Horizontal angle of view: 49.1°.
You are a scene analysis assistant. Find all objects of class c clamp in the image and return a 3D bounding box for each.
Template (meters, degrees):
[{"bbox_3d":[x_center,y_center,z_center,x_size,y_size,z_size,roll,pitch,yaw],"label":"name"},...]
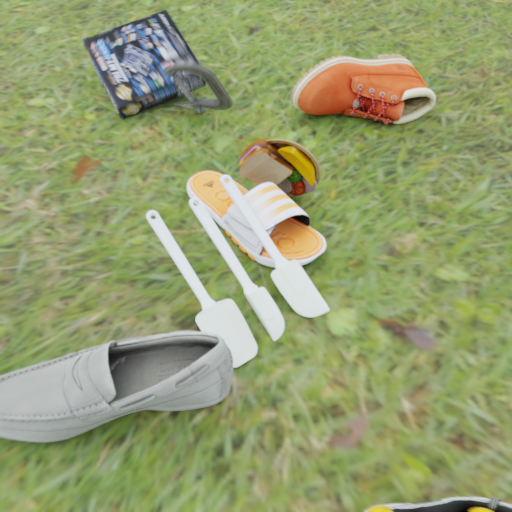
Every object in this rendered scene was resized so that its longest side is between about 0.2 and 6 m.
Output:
[{"bbox_3d":[-1.259,-3.281,11.091,1.517,1.776,0.241,15,78,17],"label":"c clamp"}]

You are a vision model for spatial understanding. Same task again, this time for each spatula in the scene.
[{"bbox_3d":[-0.358,0.107,8.092,1.837,0.212,2.642,-29,76,-21],"label":"spatula"}]

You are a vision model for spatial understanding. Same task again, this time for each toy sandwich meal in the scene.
[{"bbox_3d":[0.400,-1.407,9.412,1.404,1.404,0.481,12,53,12],"label":"toy sandwich meal"}]

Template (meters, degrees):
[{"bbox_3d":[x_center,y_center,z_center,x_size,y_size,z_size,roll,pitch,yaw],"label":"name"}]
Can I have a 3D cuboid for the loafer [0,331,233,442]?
[{"bbox_3d":[-1.814,1.461,6.767,3.079,1.075,1.077,-10,47,-10],"label":"loafer"}]

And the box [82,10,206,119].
[{"bbox_3d":[-2.404,-4.154,12.039,2.005,0.502,2.020,-27,70,-10],"label":"box"}]

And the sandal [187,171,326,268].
[{"bbox_3d":[-0.152,-0.833,9.175,2.938,0.842,1.126,36,55,30],"label":"sandal"}]

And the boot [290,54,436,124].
[{"bbox_3d":[2.229,-3.289,11.478,2.931,1.100,1.571,-15,53,-15],"label":"boot"}]

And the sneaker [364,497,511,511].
[{"bbox_3d":[2.373,2.984,5.041,3.464,1.423,1.348,2,46,1],"label":"sneaker"}]
